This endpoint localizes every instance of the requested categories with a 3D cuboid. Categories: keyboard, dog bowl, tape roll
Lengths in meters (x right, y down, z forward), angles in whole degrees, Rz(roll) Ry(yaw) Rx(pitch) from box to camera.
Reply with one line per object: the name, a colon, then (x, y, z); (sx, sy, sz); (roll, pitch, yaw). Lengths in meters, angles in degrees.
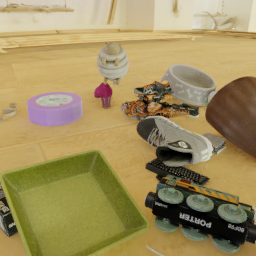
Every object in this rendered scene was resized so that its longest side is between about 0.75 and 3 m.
keyboard: (1.357, 1.331, 8.197); (1.799, 0.231, 1.080); (20, 32, 37)
dog bowl: (3.105, -2.270, 14.088); (2.864, 0.840, 2.864); (13, 36, -10)
tape roll: (-3.179, -0.888, 12.290); (2.311, 0.758, 2.311); (0, 24, 0)

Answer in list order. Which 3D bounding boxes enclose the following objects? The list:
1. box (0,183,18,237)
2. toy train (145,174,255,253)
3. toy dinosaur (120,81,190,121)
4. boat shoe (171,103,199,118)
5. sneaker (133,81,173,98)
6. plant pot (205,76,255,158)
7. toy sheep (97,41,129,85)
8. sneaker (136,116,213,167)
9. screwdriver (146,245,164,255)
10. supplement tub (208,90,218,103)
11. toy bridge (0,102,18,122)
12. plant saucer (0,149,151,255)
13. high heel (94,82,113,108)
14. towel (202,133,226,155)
box: (-2.730, 1.728, 6.836); (1.487, 0.641, 1.218); (22, 33, 38)
toy train: (1.652, 1.815, 6.333); (2.465, 1.050, 1.405); (12, 18, 23)
toy dinosaur: (1.147, -0.790, 11.949); (2.831, 1.446, 1.922); (27, 46, 11)
boat shoe: (2.576, -0.914, 12.665); (0.590, 0.470, 1.559); (-22, 33, -39)
sneaker: (1.325, -2.056, 14.708); (2.126, 0.821, 0.832); (0, 27, 4)
plant pot: (4.186, -0.087, 9.287); (2.266, 2.266, 2.425); (-9, 47, -19)
toy sheep: (-0.538, -2.238, 9.966); (1.273, 1.846, 1.273); (2, 49, -3)
sneaker: (1.111, 0.409, 8.954); (2.868, 1.076, 1.656); (20, 24, 35)
screwdriver: (1.057, 2.669, 5.266); (1.788, 0.249, 0.260); (19, 1, 29)
supplement tub: (4.592, -1.432, 13.265); (1.470, 0.901, 0.901); (-16, 30, -32)
toy bridge: (-5.309, -0.757, 12.602); (0.610, 0.247, 1.815); (3, 25, 0)
plant saucer: (-1.191, 1.733, 6.094); (2.487, 0.596, 2.490); (-12, 48, -34)
high heel: (-1.213, -2.017, 14.048); (0.904, 1.289, 2.682); (-7, 26, -15)
towel: (2.870, 0.513, 9.730); (0.905, 0.387, 0.749); (23, 34, 39)
